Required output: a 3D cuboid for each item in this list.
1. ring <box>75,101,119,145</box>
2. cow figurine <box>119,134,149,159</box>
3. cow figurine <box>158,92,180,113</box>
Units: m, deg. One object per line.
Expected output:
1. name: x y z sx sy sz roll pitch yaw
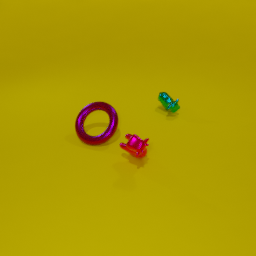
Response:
1. ring: -0.920 -0.150 8.144 1.354 0.271 1.354 -6 68 16
2. cow figurine: 0.245 0.492 7.006 0.980 0.996 0.547 22 74 46
3. cow figurine: 1.393 -0.915 9.689 0.515 0.924 0.939 -39 79 -1
